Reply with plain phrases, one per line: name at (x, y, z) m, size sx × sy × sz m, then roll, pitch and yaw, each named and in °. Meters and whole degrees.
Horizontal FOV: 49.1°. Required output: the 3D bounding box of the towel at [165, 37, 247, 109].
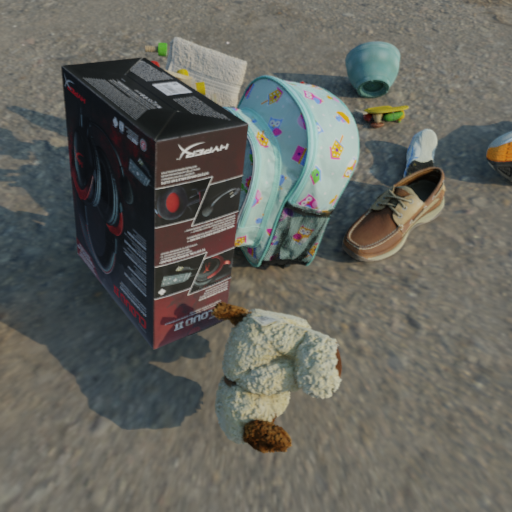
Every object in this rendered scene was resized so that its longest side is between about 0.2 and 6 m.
towel at (-1.077, -3.663, 11.393) m, size 1.695 × 1.123 × 0.292 m, roll 22°, pitch 27°, yaw 11°

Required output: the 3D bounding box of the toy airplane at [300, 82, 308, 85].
toy airplane at (1.382, -4.343, 15.080) m, size 0.594 × 0.420 × 0.592 m, roll 18°, pitch 86°, yaw 6°

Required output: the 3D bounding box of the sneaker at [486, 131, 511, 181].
sneaker at (6.455, -2.656, 12.940) m, size 3.440 × 1.302 × 1.582 m, roll -13°, pitch 39°, yaw -22°

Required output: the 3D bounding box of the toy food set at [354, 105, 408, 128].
toy food set at (3.196, -3.535, 14.263) m, size 1.400 × 0.457 × 0.824 m, roll -10°, pitch 22°, yaw -13°

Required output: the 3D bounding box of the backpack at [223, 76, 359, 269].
backpack at (0.276, -1.623, 10.049) m, size 2.344 × 3.057 × 2.688 m, roll 8°, pitch 37°, yaw -38°

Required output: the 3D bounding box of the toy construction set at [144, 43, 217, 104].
toy construction set at (-1.259, -2.687, 10.494) m, size 1.655 × 1.796 × 2.154 m, roll 0°, pitch 42°, yaw -9°

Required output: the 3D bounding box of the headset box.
headset box at (-1.573, -0.652, 8.225) m, size 1.364 × 3.637 × 2.703 m, roll -19°, pitch 45°, yaw -33°

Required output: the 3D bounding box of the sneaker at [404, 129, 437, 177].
sneaker at (3.703, -2.141, 12.826) m, size 0.634 × 0.639 × 1.763 m, roll 29°, pitch 60°, yaw -8°

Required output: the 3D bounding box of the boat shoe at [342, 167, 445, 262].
boat shoe at (2.781, -0.939, 11.214) m, size 1.099 × 1.042 × 2.902 m, roll 34°, pitch 54°, yaw 29°

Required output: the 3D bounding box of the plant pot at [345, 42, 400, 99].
plant pot at (3.113, -4.852, 14.977) m, size 1.456 × 1.456 × 0.976 m, roll 2°, pitch 72°, yaw 2°

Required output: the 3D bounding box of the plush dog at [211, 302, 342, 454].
plush dog at (-0.004, 1.651, 7.485) m, size 1.655 × 1.772 × 2.063 m, roll 17°, pitch 1°, yaw -16°
